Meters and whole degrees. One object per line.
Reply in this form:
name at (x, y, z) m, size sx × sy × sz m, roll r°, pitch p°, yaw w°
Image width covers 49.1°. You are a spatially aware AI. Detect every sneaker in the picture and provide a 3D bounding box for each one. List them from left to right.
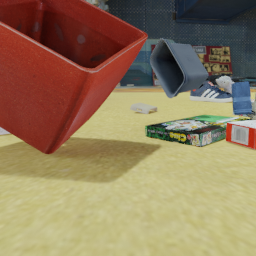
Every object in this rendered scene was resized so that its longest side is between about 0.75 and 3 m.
sneaker at (5.117, -2.219, 16.825) m, size 2.987 × 1.262 × 1.120 m, roll 8°, pitch 13°, yaw 34°

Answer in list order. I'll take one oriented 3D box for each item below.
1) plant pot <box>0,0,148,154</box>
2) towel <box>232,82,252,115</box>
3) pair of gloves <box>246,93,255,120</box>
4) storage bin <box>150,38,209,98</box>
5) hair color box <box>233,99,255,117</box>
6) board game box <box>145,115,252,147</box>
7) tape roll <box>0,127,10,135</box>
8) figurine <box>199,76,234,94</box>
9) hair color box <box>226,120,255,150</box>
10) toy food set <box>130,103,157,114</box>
plant pot at (-1.501, -1.086, 5.334) m, size 2.548 × 2.248 × 2.551 m, roll 30°, pitch 36°, yaw 5°
towel at (3.042, -0.792, 7.517) m, size 0.484 × 0.866 × 0.210 m, roll -2°, pitch -5°, yaw 8°
pair of gloves at (3.878, -0.626, 7.069) m, size 0.286 × 1.386 × 1.630 m, roll 21°, pitch 12°, yaw -27°
storage bin at (1.515, -1.720, 8.255) m, size 1.087 × 1.618 × 1.178 m, roll -9°, pitch -28°, yaw -27°
hair color box at (4.890, -0.683, 10.111) m, size 0.978 × 0.599 × 1.976 m, roll -5°, pitch 11°, yaw -26°
board game box at (1.942, -0.023, 7.269) m, size 1.526 × 0.342 × 2.913 m, roll 7°, pitch 12°, yaw 44°
tape roll at (-3.997, -0.280, 8.021) m, size 2.942 × 0.538 × 2.942 m, roll 0°, pitch 11°, yaw 0°
figurine at (5.452, -2.655, 17.377) m, size 2.621 × 1.128 × 2.557 m, roll 14°, pitch -3°, yaw 36°
hair color box at (3.007, 0.100, 6.118) m, size 1.492 × 0.477 × 0.827 m, roll -6°, pitch 11°, yaw -22°
toy food set at (0.672, -0.776, 11.648) m, size 0.795 × 0.335 × 1.108 m, roll 17°, pitch 18°, yaw 22°
